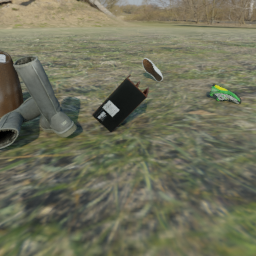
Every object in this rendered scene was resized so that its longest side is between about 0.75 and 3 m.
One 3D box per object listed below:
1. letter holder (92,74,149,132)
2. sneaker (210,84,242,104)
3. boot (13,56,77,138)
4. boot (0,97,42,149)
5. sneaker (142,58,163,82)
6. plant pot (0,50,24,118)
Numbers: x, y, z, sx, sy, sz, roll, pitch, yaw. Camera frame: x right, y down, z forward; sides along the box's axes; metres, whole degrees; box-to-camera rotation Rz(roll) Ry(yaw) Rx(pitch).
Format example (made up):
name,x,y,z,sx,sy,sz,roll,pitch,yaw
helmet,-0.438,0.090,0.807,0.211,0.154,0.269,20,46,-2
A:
name,x,y,z,sx,sy,sz,roll,pitch,yaw
letter holder,-0.155,-0.699,7.202,0.673,1.338,0.951,43,23,-9
sneaker,3.266,-1.058,9.360,1.101,0.469,0.429,32,17,27
boot,-2.036,-0.729,6.485,1.692,1.861,0.675,9,49,49
boot,-2.492,-0.178,6.394,1.408,0.562,1.549,-36,16,-2
sneaker,1.041,-2.468,11.939,0.429,1.177,0.498,-37,6,22
plant pot,-3.582,-1.295,7.693,1.411,1.509,1.411,12,40,-11
